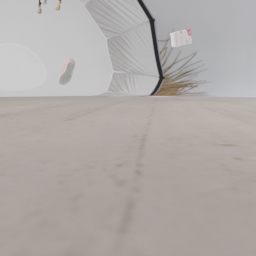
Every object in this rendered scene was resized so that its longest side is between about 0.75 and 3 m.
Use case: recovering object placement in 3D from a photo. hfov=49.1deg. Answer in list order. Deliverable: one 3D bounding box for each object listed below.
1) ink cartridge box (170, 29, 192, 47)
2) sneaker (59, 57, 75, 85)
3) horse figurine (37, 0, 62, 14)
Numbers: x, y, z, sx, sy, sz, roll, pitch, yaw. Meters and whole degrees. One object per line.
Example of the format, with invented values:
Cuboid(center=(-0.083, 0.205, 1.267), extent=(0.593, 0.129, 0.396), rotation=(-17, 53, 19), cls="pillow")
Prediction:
Cuboid(center=(2.060, -3.486, 10.869), extent=(0.755, 0.553, 0.313), rotation=(-16, 23, -14), cls="ink cartridge box")
Cuboid(center=(-2.330, -2.199, 10.709), extent=(0.413, 1.098, 0.574), rotation=(17, 33, -28), cls="sneaker")
Cuboid(center=(-1.275, -3.259, 6.034), extent=(2.163, 0.540, 1.434), rotation=(-50, 8, -19), cls="horse figurine")
